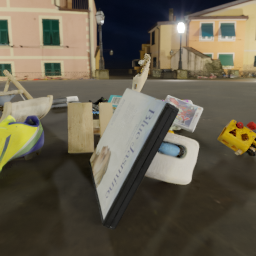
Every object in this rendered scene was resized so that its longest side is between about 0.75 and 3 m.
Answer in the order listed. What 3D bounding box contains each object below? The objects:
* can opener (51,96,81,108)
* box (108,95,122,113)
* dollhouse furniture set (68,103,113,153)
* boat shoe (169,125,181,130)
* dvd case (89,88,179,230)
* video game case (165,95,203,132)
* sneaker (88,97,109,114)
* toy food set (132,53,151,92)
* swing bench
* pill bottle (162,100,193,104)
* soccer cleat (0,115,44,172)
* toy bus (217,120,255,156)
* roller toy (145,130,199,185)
[{"bbox_3d":[-3.538,-1.449,15.671,1.994,0.525,0.663,-11,17,-41],"label":"can opener"},{"bbox_3d":[0.098,-0.431,9.108,0.716,0.428,1.741,10,-20,37],"label":"box"},{"bbox_3d":[-0.895,0.270,8.352,1.660,1.422,1.745,-2,-22,-9],"label":"dollhouse furniture set"},{"bbox_3d":[1.127,-0.236,10.061,1.562,0.556,0.545,1,12,4],"label":"boat shoe"},{"bbox_3d":[-0.107,0.269,4.972,0.234,1.905,2.670,27,5,-17],"label":"dvd case"},{"bbox_3d":[1.828,-0.536,9.887,1.378,0.158,1.256,22,49,14],"label":"video game case"},{"bbox_3d":[-1.041,-1.103,13.465,1.910,0.791,0.677,-6,15,-26],"label":"sneaker"},{"bbox_3d":[0.424,-1.909,10.023,0.392,0.931,1.298,20,57,8],"label":"toy food set"},{"bbox_3d":[-4.570,-0.864,10.197,2.498,1.621,2.485,29,19,12],"label":"swing bench"},{"bbox_3d":[1.494,-0.593,10.730,1.859,0.969,0.969,0,12,0],"label":"pill bottle"},{"bbox_3d":[-2.823,0.330,6.111,0.880,1.139,2.723,4,13,17],"label":"soccer cleat"},{"bbox_3d":[2.899,0.373,7.087,0.635,1.159,1.228,-52,33,-15],"label":"toy bus"},{"bbox_3d":[0.692,0.486,5.269,1.194,0.915,1.309,11,-4,43],"label":"roller toy"}]
